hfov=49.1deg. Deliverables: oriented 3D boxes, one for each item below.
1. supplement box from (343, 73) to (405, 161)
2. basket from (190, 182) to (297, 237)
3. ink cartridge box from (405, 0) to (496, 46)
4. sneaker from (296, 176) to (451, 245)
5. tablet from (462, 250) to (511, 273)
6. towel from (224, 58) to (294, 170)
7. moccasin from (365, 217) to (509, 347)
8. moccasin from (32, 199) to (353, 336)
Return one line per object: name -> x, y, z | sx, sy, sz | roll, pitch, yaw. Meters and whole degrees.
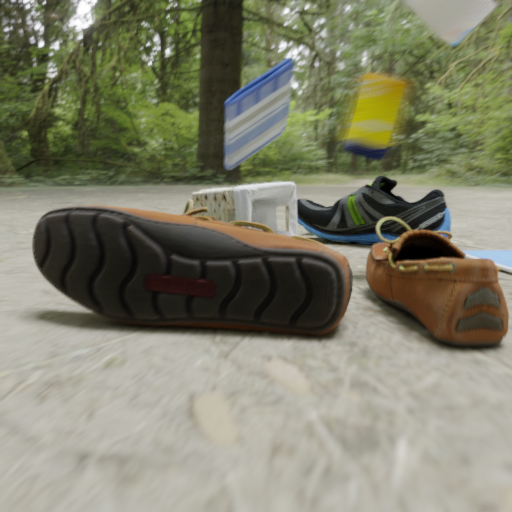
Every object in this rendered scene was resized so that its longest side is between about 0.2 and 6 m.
supplement box -> 1.623, -1.912, 7.760 | 0.551, 1.006, 0.547 | 16, -2, 4
basket -> -0.180, -0.597, 9.693 | 1.182, 1.299, 1.916 | 2, 9, 27
ink cartridge box -> 2.594, -3.382, 7.483 | 0.744, 0.725, 1.158 | -44, -10, 31
sneaker -> 2.279, -0.932, 11.421 | 3.365, 1.394, 1.193 | 6, 9, 34
tablet -> 4.157, 0.099, 8.990 | 1.182, 0.124, 1.816 | -1, 10, -9
towel -> 0.010, -2.721, 11.004 | 1.672, 0.271, 2.277 | -38, -15, -15
moccasin -> 1.769, 0.114, 5.966 | 0.971, 1.024, 2.653 | 0, 9, 2
moccasin -> -0.679, 0.044, 5.798 | 3.322, 1.215, 1.282 | 2, 8, 9
